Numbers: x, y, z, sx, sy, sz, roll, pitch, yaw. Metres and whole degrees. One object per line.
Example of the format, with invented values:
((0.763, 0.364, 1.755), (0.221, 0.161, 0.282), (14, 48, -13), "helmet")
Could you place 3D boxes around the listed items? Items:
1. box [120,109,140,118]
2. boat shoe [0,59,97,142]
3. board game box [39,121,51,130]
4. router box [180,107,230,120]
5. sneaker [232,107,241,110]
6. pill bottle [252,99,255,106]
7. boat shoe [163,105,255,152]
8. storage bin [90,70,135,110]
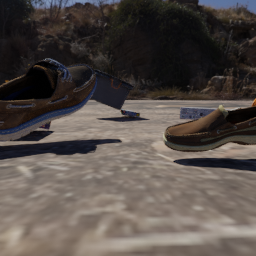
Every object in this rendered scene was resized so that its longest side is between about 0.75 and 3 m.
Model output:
((0.071, -0.606, 11.468), (0.696, 0.203, 1.017), (9, 5, -9), "box")
((-1.502, -0.747, 5.445), (0.977, 0.979, 2.705), (35, 47, 13), "boat shoe")
((-2.561, -0.316, 6.557), (1.117, 0.383, 1.351), (14, -6, 8), "board game box")
((2.579, -0.408, 8.771), (1.522, 0.372, 1.366), (5, 3, 31), "router box")
((2.351, -0.195, 6.396), (0.417, 0.411, 1.065), (-22, 1, 42), "sneaker")
((3.880, -0.443, 7.439), (0.586, 0.586, 1.104), (-6, 30, -42), "pill bottle")
((1.244, -0.069, 3.908), (1.532, 0.567, 0.566), (-7, 31, -4), "boat shoe")
((-0.728, -1.449, 11.076), (1.678, 1.127, 1.221), (20, 2, -19), "storage bin")
